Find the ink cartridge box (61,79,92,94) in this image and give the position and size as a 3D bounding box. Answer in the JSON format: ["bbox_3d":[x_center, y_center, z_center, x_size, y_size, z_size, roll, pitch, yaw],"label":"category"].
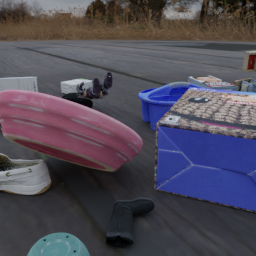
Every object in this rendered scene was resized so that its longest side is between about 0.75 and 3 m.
[{"bbox_3d":[-2.229,-1.808,12.274,0.856,0.494,1.172,18,28,39],"label":"ink cartridge box"}]

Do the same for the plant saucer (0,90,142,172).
[{"bbox_3d":[-1.143,0.196,5.240,2.781,0.705,2.781,16,-15,4],"label":"plant saucer"}]

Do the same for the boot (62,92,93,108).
[{"bbox_3d":[-2.060,-0.983,10.112,1.424,0.527,1.167,-5,23,-33],"label":"boot"}]

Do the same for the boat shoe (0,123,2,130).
[{"bbox_3d":[-3.655,-0.347,8.517,0.595,0.497,1.595,-10,22,-20],"label":"boat shoe"}]

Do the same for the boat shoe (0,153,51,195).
[{"bbox_3d":[-2.479,0.781,5.285,2.036,0.706,0.721,1,21,2],"label":"boat shoe"}]

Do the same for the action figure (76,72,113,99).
[{"bbox_3d":[-1.067,-1.308,9.374,1.181,0.629,1.815,-12,0,-23],"label":"action figure"}]

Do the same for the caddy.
[{"bbox_3d":[1.514,-0.764,8.510,2.434,1.278,1.721,-6,21,-15],"label":"caddy"}]

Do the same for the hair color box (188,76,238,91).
[{"bbox_3d":[3.399,-1.615,11.530,1.100,0.674,2.222,-5,21,-11],"label":"hair color box"}]

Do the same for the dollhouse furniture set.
[{"bbox_3d":[5.208,-2.141,11.378,1.233,1.760,1.240,-14,25,-33],"label":"dollhouse furniture set"}]

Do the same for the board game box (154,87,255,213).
[{"bbox_3d":[2.044,0.219,5.793,2.262,1.374,2.837,8,23,21],"label":"board game box"}]

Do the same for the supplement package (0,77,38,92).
[{"bbox_3d":[-4.392,-1.629,11.210,1.332,0.778,0.781,-2,13,2],"label":"supplement package"}]

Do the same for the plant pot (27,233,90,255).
[{"bbox_3d":[-0.781,1.626,3.138,0.859,0.689,0.859,0,22,0],"label":"plant pot"}]

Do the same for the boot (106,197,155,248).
[{"bbox_3d":[0.056,1.410,4.234,0.703,0.280,0.852,-9,16,8],"label":"boot"}]
